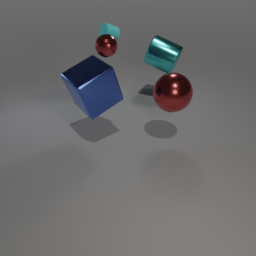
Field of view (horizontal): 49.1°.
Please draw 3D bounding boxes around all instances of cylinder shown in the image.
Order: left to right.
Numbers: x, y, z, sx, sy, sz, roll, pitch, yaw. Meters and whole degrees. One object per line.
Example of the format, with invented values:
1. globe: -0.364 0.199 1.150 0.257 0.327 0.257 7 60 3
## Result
1. cylinder: -0.858 -4.373 12.843 0.700 0.700 0.700 4 22 -41
2. cylinder: 1.686 -3.459 13.270 1.400 1.400 1.400 27 35 7

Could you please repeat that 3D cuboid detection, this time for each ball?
1. ball: -0.671 -2.552 8.691 0.700 0.700 0.700 0 30 0
2. ball: 1.579 -1.248 9.889 1.400 1.400 1.400 0 30 0

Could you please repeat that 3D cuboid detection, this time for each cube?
1. cube: -1.233 -1.439 9.770 1.400 1.400 1.400 -35 45 -16
